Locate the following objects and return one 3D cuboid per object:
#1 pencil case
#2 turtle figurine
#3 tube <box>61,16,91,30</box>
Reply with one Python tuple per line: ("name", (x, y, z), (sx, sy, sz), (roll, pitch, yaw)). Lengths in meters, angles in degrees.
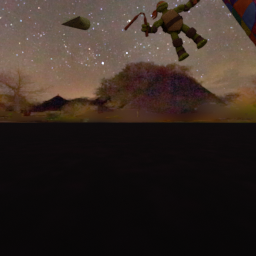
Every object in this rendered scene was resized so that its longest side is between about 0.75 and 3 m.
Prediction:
("pencil case", (3.365, -2.948, 7.076), (1.234, 2.792, 1.234), (-16, -27, -8))
("turtle figurine", (1.390, -3.227, 9.003), (2.651, 2.138, 0.854), (-33, -2, -2))
("tube", (-1.946, -4.098, 10.893), (0.512, 0.572, 1.972), (28, 17, -1))
